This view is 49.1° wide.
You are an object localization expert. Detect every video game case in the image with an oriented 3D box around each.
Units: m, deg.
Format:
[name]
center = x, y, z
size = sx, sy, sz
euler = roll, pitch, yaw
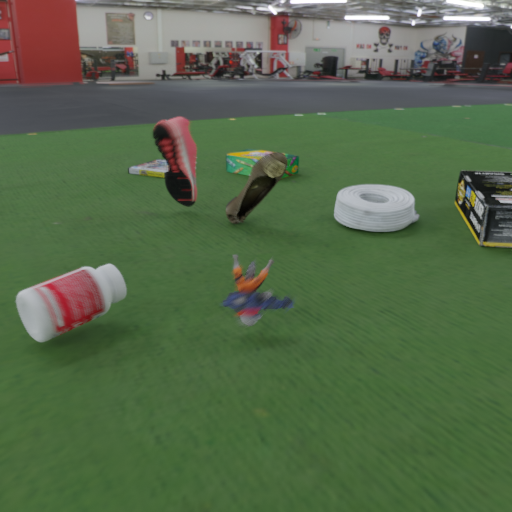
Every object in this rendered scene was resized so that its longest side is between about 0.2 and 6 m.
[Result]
[video game case]
center = -2.576, -2.393, 15.258
size = 1.232, 0.174, 1.364
euler = 10, 24, 25

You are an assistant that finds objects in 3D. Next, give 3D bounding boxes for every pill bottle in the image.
[pill bottle]
center = -2.217, 0.526, 6.821
size = 1.166, 0.654, 0.654
euler = -25, 32, -38

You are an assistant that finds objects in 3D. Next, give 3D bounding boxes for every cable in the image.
[cable]
center = 2.317, -0.948, 10.979
size = 1.557, 0.539, 1.557
euler = 16, 29, 27

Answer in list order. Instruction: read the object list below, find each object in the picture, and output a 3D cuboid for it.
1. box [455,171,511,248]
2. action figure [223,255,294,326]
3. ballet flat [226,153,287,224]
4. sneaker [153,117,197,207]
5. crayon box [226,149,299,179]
[box]
center = 5.768, -0.899, 10.610
size = 3.422, 0.844, 2.732
euler = 3, 23, 8
[action figure]
center = 0.019, 0.464, 6.934
size = 0.871, 0.842, 0.456
euler = 11, -11, -11
[ballet flat]
center = -0.009, -1.206, 10.491
size = 0.625, 1.854, 0.430
euler = 19, 45, -29
[sneaker]
center = -1.432, -1.919, 11.396
size = 0.693, 1.881, 0.816
euler = 11, 36, 32
[crayon box]
center = 0.158, -2.457, 14.964
size = 1.706, 0.497, 1.013
euler = 15, 26, 33
